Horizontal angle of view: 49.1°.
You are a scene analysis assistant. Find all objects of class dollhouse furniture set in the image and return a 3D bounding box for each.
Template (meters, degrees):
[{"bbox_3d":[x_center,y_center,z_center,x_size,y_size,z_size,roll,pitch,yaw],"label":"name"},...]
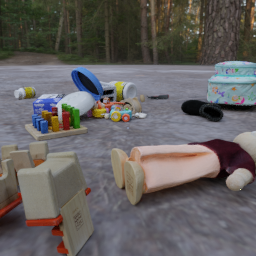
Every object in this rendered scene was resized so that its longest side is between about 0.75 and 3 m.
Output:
[{"bbox_3d":[-1.437,0.895,3.274,1.892,0.985,1.913,-7,12,21],"label":"dollhouse furniture set"}]

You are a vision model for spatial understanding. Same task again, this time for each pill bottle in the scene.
[{"bbox_3d":[-0.392,-1.556,11.925,1.476,0.830,0.830,12,19,40],"label":"pill bottle"},{"bbox_3d":[-4.656,-1.580,12.679,0.487,0.487,0.875,11,20,35],"label":"pill bottle"}]

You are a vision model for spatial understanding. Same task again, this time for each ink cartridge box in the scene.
[{"bbox_3d":[-2.836,-0.912,10.316,0.908,0.427,1.931,-3,15,-6],"label":"ink cartridge box"}]

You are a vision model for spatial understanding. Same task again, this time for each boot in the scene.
[{"bbox_3d":[2.325,-0.567,8.892,1.344,0.506,1.005,5,16,16],"label":"boot"}]

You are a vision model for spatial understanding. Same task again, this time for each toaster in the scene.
[{"bbox_3d":[-1.187,-1.315,10.891,1.043,0.917,1.615,15,19,37],"label":"toaster"}]

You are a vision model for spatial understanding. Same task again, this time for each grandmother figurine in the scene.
[{"bbox_3d":[1.264,0.501,4.464,2.822,0.855,1.711,-9,26,-21],"label":"grandmother figurine"}]

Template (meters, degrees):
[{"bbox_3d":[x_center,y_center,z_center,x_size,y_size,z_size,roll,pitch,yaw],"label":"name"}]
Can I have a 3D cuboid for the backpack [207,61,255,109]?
[{"bbox_3d":[4.083,-1.614,10.641,2.121,1.799,2.389,6,22,24],"label":"backpack"}]

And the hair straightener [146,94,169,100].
[{"bbox_3d":[1.294,-1.392,12.503,1.024,0.210,0.394,4,16,14],"label":"hair straightener"}]

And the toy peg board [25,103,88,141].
[{"bbox_3d":[-1.932,-0.229,7.404,1.304,0.641,1.310,-9,17,-31],"label":"toy peg board"}]

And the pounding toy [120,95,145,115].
[{"bbox_3d":[0.257,-0.725,9.472,0.623,0.621,1.086,-11,0,-36],"label":"pounding toy"}]

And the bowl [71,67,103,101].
[{"bbox_3d":[-1.288,-1.413,8.963,1.243,1.243,0.244,16,55,45],"label":"bowl"}]

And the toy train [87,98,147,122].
[{"bbox_3d":[-0.458,-0.692,9.242,2.053,0.571,1.542,13,20,40],"label":"toy train"}]

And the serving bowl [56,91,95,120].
[{"bbox_3d":[-1.724,-0.776,8.776,1.347,0.443,1.347,-17,31,10],"label":"serving bowl"}]
